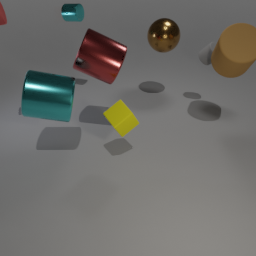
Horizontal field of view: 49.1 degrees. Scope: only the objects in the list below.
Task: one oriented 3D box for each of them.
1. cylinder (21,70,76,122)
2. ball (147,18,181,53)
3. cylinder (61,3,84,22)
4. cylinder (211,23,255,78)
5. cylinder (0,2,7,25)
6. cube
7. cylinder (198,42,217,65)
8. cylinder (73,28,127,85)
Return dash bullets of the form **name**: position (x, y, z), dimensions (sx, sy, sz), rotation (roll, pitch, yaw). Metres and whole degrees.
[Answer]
- **cylinder**: position (-2.383, -0.952, 8.507), dimensions (1.400, 1.400, 1.400), rotation (8, 30, -13)
- **ball**: position (1.516, -3.916, 11.878), dimensions (1.400, 1.400, 1.400), rotation (0, 32, 0)
- **cylinder**: position (-2.294, -4.811, 11.682), dimensions (0.700, 0.700, 0.700), rotation (9, 33, 20)
- **cylinder**: position (3.693, -2.613, 9.612), dimensions (1.400, 1.400, 1.400), rotation (4, -10, 6)
- **cylinder**: position (-4.095, -3.397, 8.363), dimensions (0.700, 0.700, 0.700), rotation (-14, 34, -7)
- **cube**: position (-0.203, -0.292, 8.601), dimensions (0.700, 0.700, 0.700), rotation (-39, 57, -1)
- **cylinder**: position (3.386, -3.048, 11.504), dimensions (0.700, 0.700, 0.700), rotation (13, 64, -28)
- **cylinder**: position (-0.935, -2.350, 9.297), dimensions (1.400, 1.400, 1.400), rotation (22, 29, -14)
